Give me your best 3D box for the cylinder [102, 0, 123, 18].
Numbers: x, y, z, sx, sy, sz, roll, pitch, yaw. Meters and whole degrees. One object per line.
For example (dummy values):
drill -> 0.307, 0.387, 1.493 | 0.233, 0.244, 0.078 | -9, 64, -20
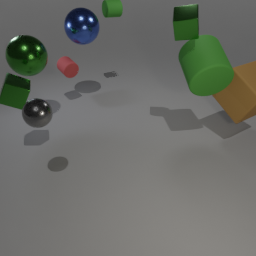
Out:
cylinder -> -0.682, -5.152, 12.083 | 0.700, 0.700, 0.700 | -14, 36, -23

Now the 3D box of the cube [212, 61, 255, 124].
cube -> 4.099, -1.242, 9.641 | 1.400, 1.400, 1.400 | -20, 65, -28

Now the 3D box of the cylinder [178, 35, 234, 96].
cylinder -> 2.460, -1.979, 8.952 | 1.400, 1.400, 1.400 | -5, 57, -8

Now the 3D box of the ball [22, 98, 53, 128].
ball -> -2.142, -0.351, 6.630 | 0.700, 0.700, 0.700 | 0, 33, 0

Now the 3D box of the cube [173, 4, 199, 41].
cube -> 1.703, -3.069, 8.178 | 0.700, 0.700, 0.700 | -1, 55, 15

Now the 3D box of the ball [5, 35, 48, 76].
ball -> -3.528, -2.518, 9.793 | 1.400, 1.400, 1.400 | 0, 33, 0

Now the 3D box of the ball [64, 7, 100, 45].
ball -> -1.836, -4.045, 11.169 | 1.400, 1.400, 1.400 | 0, 33, 0

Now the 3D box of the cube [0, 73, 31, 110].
cube -> -3.292, -1.068, 8.154 | 0.700, 0.700, 0.700 | 17, 28, -27

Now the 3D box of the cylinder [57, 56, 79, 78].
cylinder -> -2.572, -2.600, 11.967 | 0.700, 0.700, 0.700 | -23, 49, -31
